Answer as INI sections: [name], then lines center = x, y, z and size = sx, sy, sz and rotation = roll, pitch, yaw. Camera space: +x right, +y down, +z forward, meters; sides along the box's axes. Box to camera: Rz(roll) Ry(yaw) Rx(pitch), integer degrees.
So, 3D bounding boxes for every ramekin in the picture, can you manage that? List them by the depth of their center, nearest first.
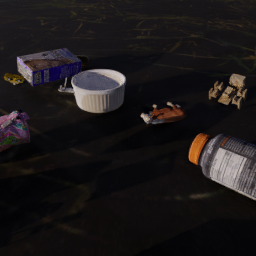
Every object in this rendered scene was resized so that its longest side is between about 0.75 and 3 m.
[ramekin]
center = -1.158, -1.521, 11.493
size = 2.184, 1.065, 2.184
rotation = 0, 34, 0

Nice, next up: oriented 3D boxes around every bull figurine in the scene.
[bull figurine]
center = 1.277, -0.508, 10.423
size = 1.690, 0.550, 1.026
rotation = -4, 34, -6

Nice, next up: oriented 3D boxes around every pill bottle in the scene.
[pill bottle]
center = 2.920, 0.971, 7.464
size = 2.501, 1.329, 1.329
rotation = 24, 40, 33

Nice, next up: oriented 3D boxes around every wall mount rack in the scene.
[wall mount rack]
center = -2.609, -1.927, 12.723
size = 1.062, 0.396, 0.922
rotation = 5, 33, 5

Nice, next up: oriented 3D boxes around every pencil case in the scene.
[pencil case]
center = -4.411, 0.330, 8.543
size = 2.807, 1.227, 1.227
rotation = -22, 39, -28

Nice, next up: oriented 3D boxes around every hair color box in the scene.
[hair color box]
center = -3.769, -3.015, 13.592
size = 2.664, 0.863, 1.456
rotation = -26, 55, -36

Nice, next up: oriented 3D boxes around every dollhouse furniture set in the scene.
[dollhouse furniture set]
center = 4.369, -1.452, 11.879
size = 1.315, 0.932, 1.432
rotation = 24, 62, 33

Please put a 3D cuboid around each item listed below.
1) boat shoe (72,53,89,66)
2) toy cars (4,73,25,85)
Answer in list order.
[boat shoe]
center = -3.169, -3.773, 15.320
size = 2.025, 0.742, 0.635
rotation = 6, 28, -9
[toy cars]
center = -4.975, -2.440, 13.514
size = 1.872, 0.414, 0.839
rotation = -25, 55, -38
